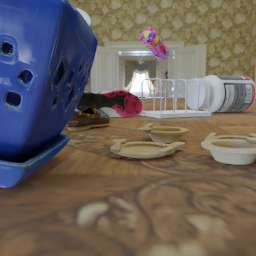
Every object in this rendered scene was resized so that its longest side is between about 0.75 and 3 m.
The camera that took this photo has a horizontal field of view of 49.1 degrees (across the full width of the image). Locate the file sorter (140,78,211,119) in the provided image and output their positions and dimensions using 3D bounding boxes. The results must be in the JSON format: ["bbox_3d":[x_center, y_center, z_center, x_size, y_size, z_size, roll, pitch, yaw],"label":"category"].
[{"bbox_3d":[1.896,-1.210,11.221,2.378,1.481,1.650,-3,8,-24],"label":"file sorter"}]

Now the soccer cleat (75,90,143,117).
[{"bbox_3d":[-0.868,-0.906,10.759,2.904,1.014,1.254,2,-10,-28],"label":"soccer cleat"}]

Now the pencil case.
[{"bbox_3d":[0.971,-2.971,10.055,0.632,0.632,1.431,5,-15,36],"label":"pencil case"}]

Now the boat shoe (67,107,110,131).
[{"bbox_3d":[-1.010,-0.282,7.605,0.573,0.573,1.629,2,6,27],"label":"boat shoe"}]

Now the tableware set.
[{"bbox_3d":[1.128,0.203,4.794,2.748,0.319,2.295,3,8,18],"label":"tableware set"}]

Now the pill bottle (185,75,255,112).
[{"bbox_3d":[4.329,-1.602,13.143,2.992,1.733,1.733,-3,8,-23],"label":"pill bottle"}]

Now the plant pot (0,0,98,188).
[{"bbox_3d":[-1.624,-0.507,3.317,2.085,1.874,2.085,13,8,0],"label":"plant pot"}]

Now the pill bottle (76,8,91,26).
[{"bbox_3d":[-1.850,-2.634,8.820,1.149,1.149,2.027,-3,-31,-25],"label":"pill bottle"}]
